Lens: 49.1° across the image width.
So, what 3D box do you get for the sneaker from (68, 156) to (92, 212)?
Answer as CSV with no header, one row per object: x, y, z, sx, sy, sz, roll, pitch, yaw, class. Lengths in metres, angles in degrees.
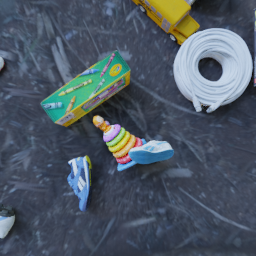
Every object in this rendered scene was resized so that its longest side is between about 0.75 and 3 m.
-1.509,1.748,8.798,0.703,0.632,1.709,-4,79,1,sneaker

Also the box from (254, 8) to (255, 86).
4.640,-2.500,8.876,1.371,0.433,2.492,3,86,-24,box

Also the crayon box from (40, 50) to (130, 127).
-1.167,-1.100,8.482,2.612,1.551,0.761,-35,87,-3,crayon box

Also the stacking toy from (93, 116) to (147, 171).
-0.349,0.277,8.112,0.974,1.030,1.775,-31,113,29,stacking toy

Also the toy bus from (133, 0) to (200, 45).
1.114,-3.890,8.909,2.617,1.024,0.852,44,88,2,toy bus

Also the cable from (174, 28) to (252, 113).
2.676,-1.875,8.895,2.410,0.834,2.409,-27,86,-2,cable

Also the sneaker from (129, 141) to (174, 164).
0.606,0.648,7.822,1.275,0.515,0.488,-3,125,-18,sneaker

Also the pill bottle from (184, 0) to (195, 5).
1.853,-4.458,9.231,0.455,0.455,0.819,-38,87,-2,pill bottle

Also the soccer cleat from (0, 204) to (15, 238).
-4.721,2.721,8.612,2.379,0.831,1.027,16,89,1,soccer cleat

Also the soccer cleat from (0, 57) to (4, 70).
-5.034,-2.000,8.881,1.996,0.862,0.697,-7,86,-1,soccer cleat
